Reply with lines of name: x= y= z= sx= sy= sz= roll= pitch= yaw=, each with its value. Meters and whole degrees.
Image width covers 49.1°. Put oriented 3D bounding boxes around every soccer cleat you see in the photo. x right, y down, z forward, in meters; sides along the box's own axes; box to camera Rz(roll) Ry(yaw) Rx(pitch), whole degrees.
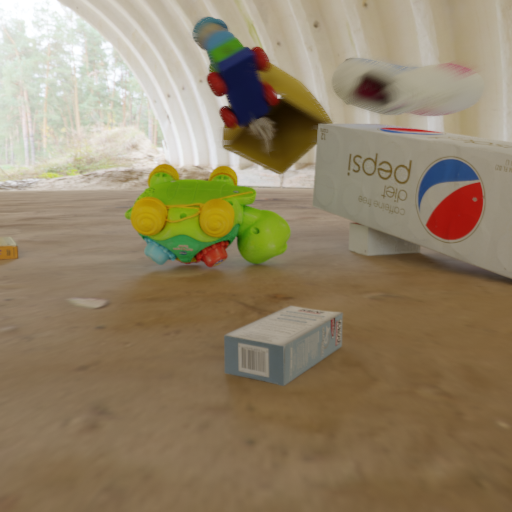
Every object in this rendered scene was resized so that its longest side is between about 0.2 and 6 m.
soccer cleat: x=2.538 y=-2.635 z=9.177 sx=2.610 sy=0.912 sz=1.127 roll=3 pitch=38 yaw=-5

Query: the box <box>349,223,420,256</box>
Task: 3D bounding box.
box: x=2.309 y=-0.327 z=10.073 sx=1.090 sy=0.531 sz=0.678 roll=-3 pitch=10 yaw=-19

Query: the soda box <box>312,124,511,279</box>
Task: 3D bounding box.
soda box: x=2.895 y=-1.061 z=8.780 sx=1.513 sy=1.618 sz=4.752 roll=-7 pitch=21 yaw=-30

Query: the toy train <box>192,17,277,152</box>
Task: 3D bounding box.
toy train: x=-0.437 y=-3.503 z=11.753 sx=1.207 sy=1.651 sz=2.852 roll=-31 pitch=-25 yaw=-3

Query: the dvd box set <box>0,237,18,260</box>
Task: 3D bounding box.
dvd box set: x=-5.036 y=-0.096 z=9.456 sx=1.795 sy=0.264 sz=1.314 roll=-4 pitch=9 yaw=-28

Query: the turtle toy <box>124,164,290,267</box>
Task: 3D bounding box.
turtle toy: x=-0.736 y=-0.504 z=8.576 sx=2.547 sy=1.287 sz=1.856 roll=3 pitch=29 yaw=0

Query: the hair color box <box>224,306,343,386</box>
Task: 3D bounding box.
hair color box: x=0.240 y=0.653 z=4.287 sx=0.502 sy=0.307 sz=1.014 roll=5 pitch=11 yaw=31

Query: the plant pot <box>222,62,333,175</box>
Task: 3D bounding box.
plant pot: x=0.381 y=-3.441 z=13.444 sx=1.936 sy=1.708 sz=1.937 roll=19 pitch=-44 yaw=-37
